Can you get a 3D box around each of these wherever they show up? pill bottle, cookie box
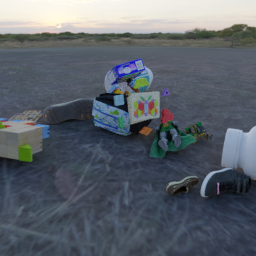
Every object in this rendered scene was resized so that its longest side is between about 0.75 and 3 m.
[{"bbox_3d":[3.685,0.692,6.902,2.494,1.385,1.385,9,22,23],"label":"pill bottle"},{"bbox_3d":[-0.109,-2.505,12.693,1.317,0.579,1.540,-20,2,-17],"label":"cookie box"},{"bbox_3d":[0.201,-2.616,15.424,1.631,1.631,2.945,14,25,33],"label":"pill bottle"}]

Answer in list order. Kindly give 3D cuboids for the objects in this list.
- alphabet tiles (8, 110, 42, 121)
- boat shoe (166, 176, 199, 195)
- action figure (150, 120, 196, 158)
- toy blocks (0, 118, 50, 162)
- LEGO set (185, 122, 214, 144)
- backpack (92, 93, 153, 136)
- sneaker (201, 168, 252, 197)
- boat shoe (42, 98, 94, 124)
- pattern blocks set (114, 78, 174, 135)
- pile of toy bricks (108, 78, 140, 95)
[{"bbox_3d":[-4.325,-0.526,12.093,1.210,0.055,1.447,0,20,2],"label":"alphabet tiles"},{"bbox_3d":[1.338,1.404,6.641,0.875,0.323,0.324,-14,37,-18],"label":"boat shoe"},{"bbox_3d":[1.330,0.140,9.355,1.440,0.667,2.439,-15,15,7],"label":"action figure"},{"bbox_3d":[-3.625,0.229,8.569,2.926,1.462,2.000,6,10,16],"label":"toy blocks"},{"bbox_3d":[2.418,0.259,9.566,0.755,0.569,0.981,-32,20,-1],"label":"LEGO set"},{"bbox_3d":[-0.285,-0.564,10.327,2.211,1.700,1.804,29,33,13],"label":"backpack"},{"bbox_3d":[2.331,1.313,6.484,1.461,0.517,0.725,-12,18,-40],"label":"sneaker"},{"bbox_3d":[-2.343,-0.824,11.673,2.478,0.923,0.909,-8,22,-24],"label":"boat shoe"},{"bbox_3d":[0.531,-0.650,8.727,2.045,1.797,0.166,-24,21,-25],"label":"pattern blocks set"},{"bbox_3d":[-0.023,-1.177,12.444,1.377,1.547,2.789,44,18,5],"label":"pile of toy bricks"}]
